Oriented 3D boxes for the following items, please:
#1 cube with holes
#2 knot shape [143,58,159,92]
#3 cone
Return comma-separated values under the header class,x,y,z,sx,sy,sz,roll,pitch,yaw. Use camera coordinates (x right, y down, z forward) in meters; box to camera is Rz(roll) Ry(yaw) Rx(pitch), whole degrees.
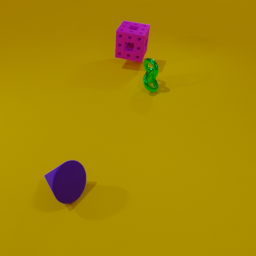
class,x,y,z,sx,sy,sz,roll,pitch,yaw
cube with holes,0.173,-3.379,10.914,1.079,1.079,1.079,13,42,8
knot shape,0.818,-1.859,9.908,0.543,1.175,1.100,0,10,6
cone,-1.627,1.159,6.403,0.958,0.954,0.954,3,34,38
